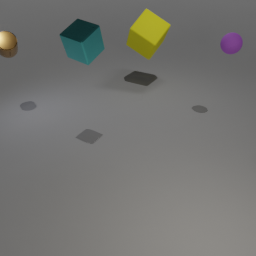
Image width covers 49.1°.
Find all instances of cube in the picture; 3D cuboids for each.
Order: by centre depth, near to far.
[{"bbox_3d":[-1.092,-2.088,6.794,0.700,0.700,0.700,25,62,24],"label":"cube"},{"bbox_3d":[0.935,-4.415,13.312,1.400,1.400,1.400,35,74,2],"label":"cube"}]

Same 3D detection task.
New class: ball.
[{"bbox_3d":[3.453,-2.821,9.349,0.700,0.700,0.700,0,30,0],"label":"ball"}]

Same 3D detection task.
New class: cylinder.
[{"bbox_3d":[-4.221,-2.901,9.760,0.700,0.700,0.700,-13,-4,-21],"label":"cylinder"}]
